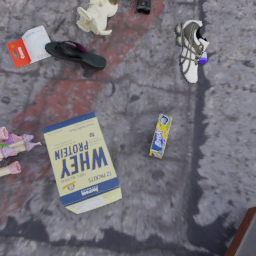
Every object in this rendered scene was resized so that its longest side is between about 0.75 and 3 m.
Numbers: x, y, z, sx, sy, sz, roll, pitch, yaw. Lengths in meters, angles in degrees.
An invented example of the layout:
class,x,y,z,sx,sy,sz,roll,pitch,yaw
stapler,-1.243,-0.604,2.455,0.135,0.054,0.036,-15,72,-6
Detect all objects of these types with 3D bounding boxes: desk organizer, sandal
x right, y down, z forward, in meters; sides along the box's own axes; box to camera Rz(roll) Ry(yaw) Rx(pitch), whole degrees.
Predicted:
class,x,y,z,sx,sy,sz,roll,pitch,yaw
desk organizer,3.888,3.820,8.949,0.936,1.005,2.610,33,72,12
sandal,-2.165,-3.234,11.796,2.672,0.639,1.004,17,50,-2

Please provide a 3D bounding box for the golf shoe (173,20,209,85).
class,x,y,z,sx,sy,sz,roll,pitch,yaw
golf shoe,1.926,-2.169,8.166,0.889,1.882,0.732,-2,29,28

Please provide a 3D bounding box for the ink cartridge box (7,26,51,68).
class,x,y,z,sx,sy,sz,roll,pitch,yaw
ink cartridge box,-4.297,-3.570,12.252,1.807,0.427,1.446,-23,71,-11

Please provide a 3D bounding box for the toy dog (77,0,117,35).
class,x,y,z,sx,sy,sz,roll,pitch,yaw
toy dog,-1.200,-5.180,12.498,1.740,1.252,1.795,33,70,9

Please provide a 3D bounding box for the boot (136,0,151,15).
class,x,y,z,sx,sy,sz,roll,pitch,yaw
boot,0.507,-6.102,13.293,1.225,0.488,1.487,3,72,3

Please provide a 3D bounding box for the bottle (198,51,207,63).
class,x,y,z,sx,sy,sz,roll,pitch,yaw
bottle,3.219,-3.255,12.208,0.361,0.282,0.864,2,68,1

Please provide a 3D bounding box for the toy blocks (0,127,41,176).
class,x,y,z,sx,sy,sz,roll,pitch,yaw
toy blocks,-4.224,0.400,9.895,1.720,1.909,2.043,-17,66,-4

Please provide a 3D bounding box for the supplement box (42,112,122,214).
class,x,y,z,sx,sy,sz,roll,pitch,yaw
supplement box,-1.391,1.259,9.178,1.677,2.496,2.498,-19,69,-7

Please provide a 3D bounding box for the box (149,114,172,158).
class,x,y,z,sx,sy,sz,roll,pitch,yaw
box,1.241,0.299,10.621,0.508,0.553,1.580,14,68,6
